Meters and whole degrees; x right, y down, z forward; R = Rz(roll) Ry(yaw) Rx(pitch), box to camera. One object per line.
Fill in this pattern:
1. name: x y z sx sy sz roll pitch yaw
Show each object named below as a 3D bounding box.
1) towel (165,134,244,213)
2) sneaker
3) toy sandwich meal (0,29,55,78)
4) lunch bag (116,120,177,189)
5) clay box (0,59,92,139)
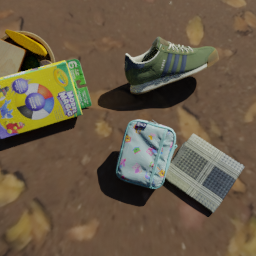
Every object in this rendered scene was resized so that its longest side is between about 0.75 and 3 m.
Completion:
1. towel: 2.018 1.176 7.654 1.709 0.295 1.646 36 71 16
2. sneaker: 1.251 -2.143 8.431 2.938 1.319 0.985 -22 25 0
3. toy sandwich meal: -3.332 -1.926 8.449 2.276 0.779 2.276 0 101 2
4. lunch bag: 0.507 0.642 7.289 1.379 0.663 1.719 16 93 11
5. clay box: -2.508 -0.878 8.000 2.765 1.589 0.658 -18 22 -8
